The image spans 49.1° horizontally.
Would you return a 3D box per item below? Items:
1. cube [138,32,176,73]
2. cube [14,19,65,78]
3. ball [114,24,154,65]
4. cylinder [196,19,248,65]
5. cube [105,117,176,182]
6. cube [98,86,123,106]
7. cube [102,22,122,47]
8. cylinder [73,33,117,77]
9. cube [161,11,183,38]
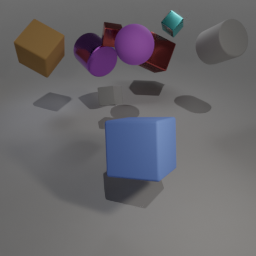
[{"bbox_3d":[1.236,-3.644,13.696,1.400,1.400,1.400,20,1,-19],"label":"cube"},{"bbox_3d":[-3.538,-3.206,11.385,1.400,1.400,1.400,29,66,-1],"label":"cube"},{"bbox_3d":[0.222,-2.928,9.869,1.400,1.400,1.400,0,31,0],"label":"ball"},{"bbox_3d":[3.584,-3.270,10.794,1.400,1.400,1.400,-15,5,-23],"label":"cylinder"},{"bbox_3d":[0.366,0.460,7.174,1.400,1.400,1.400,1,6,26],"label":"cube"},{"bbox_3d":[-0.668,-1.242,10.742,0.700,0.700,0.700,-2,7,25],"label":"cube"},{"bbox_3d":[-0.605,-3.565,10.738,0.700,0.700,0.700,4,38,-12],"label":"cube"},{"bbox_3d":[-1.384,-3.092,11.823,1.400,1.400,1.400,-19,46,-28],"label":"cylinder"},{"bbox_3d":[2.001,-4.665,12.604,0.700,0.700,0.700,41,1,15],"label":"cube"}]
